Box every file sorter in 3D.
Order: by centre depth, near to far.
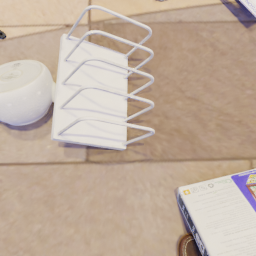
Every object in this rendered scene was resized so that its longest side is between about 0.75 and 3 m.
[{"bbox_3d":[-0.513,-1.136,6.858,1.993,1.788,2.872,11,69,-30],"label":"file sorter"}]

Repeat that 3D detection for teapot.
[{"bbox_3d":[-2.826,-0.744,7.340,2.018,1.474,1.992,25,50,33],"label":"teapot"}]

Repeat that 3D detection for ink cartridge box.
[{"bbox_3d":[2.791,2.102,6.077,2.700,0.591,2.725,-12,34,-5],"label":"ink cartridge box"},{"bbox_3d":[4.133,-4.831,9.003,2.608,0.566,2.584,-32,75,-11],"label":"ink cartridge box"}]

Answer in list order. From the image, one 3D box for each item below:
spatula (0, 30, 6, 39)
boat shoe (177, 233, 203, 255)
[{"bbox_3d":[-4.747,-3.355,8.736,2.245,0.231,0.635,30,77,8],"label":"spatula"},{"bbox_3d":[2.038,3.765,6.112,1.039,1.038,2.952,-24,73,-7],"label":"boat shoe"}]
